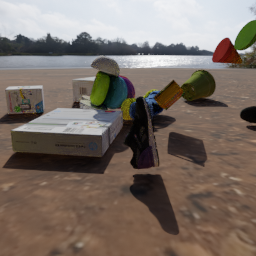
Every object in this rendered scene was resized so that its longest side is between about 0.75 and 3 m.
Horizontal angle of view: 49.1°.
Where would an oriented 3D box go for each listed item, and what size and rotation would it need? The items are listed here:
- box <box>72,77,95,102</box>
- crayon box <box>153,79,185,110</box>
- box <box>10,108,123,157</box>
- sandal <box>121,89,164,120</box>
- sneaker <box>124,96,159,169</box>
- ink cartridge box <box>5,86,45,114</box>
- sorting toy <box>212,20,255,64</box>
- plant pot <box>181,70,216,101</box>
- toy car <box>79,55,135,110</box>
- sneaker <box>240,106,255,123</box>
[{"bbox_3d":[-1.533,-1.975,14.127,1.406,1.102,2.260,8,17,29],"label":"box"},{"bbox_3d":[1.261,-0.977,8.514,0.327,0.818,1.288,51,13,14],"label":"crayon box"},{"bbox_3d":[-1.459,0.000,7.784,2.232,0.589,2.863,3,16,8],"label":"box"},{"bbox_3d":[0.859,-0.757,10.147,1.066,0.973,2.448,15,29,34],"label":"sandal"},{"bbox_3d":[0.196,0.097,5.564,0.636,1.454,0.551,-9,-7,1],"label":"sneaker"},{"bbox_3d":[-4.116,-1.153,11.287,1.352,0.992,0.987,-5,16,-14],"label":"ink cartridge box"},{"bbox_3d":[2.693,-1.819,6.085,0.668,0.673,1.941,23,-16,-17],"label":"sorting toy"},{"bbox_3d":[3.413,-2.023,14.187,1.513,1.513,1.437,14,33,42],"label":"plant pot"},{"bbox_3d":[-0.661,-1.429,10.472,1.879,2.193,2.506,18,13,-9],"label":"toy car"},{"bbox_3d":[4.601,-0.326,8.766,1.919,0.576,1.001,9,6,8],"label":"sneaker"}]
